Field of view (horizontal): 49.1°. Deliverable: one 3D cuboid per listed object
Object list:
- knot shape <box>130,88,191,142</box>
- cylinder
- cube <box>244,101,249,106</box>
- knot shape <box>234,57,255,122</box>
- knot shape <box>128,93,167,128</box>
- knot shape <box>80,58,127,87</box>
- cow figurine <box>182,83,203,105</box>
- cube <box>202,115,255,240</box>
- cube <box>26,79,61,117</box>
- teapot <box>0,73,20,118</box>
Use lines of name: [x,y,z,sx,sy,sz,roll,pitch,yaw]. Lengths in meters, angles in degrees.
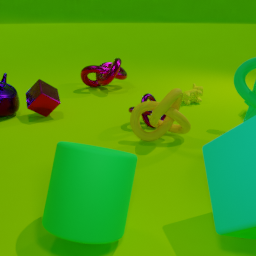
knot shape: [0.751,-0.232,6.843,1.416,1.513,0.699,-17,46,2]
cylinder: [-0.513,0.830,3.874,1.126,1.126,1.126,10,-3,0]
cube: [4.210,-0.903,8.724,0.712,0.712,0.712,46,39,13]
knot shape: [3.435,-0.858,6.813,0.866,1.874,1.754,-1,7,-20]
knot shape: [0.519,-0.502,7.901,1.035,0.511,1.106,0,45,-18]
knot shape: [-0.834,-2.240,11.348,1.982,0.916,1.855,-20,12,-22]
cow figurine: [2.311,-1.219,10.104,0.992,0.544,0.976,-11,27,-10]
cube: [1.891,0.662,3.551,1.234,1.234,1.234,17,54,-26]
cube: [-2.570,-0.895,8.459,0.703,0.703,0.703,29,29,-45]
teapot: [-3.910,-0.985,8.551,1.231,0.969,1.980,13,34,-24]
